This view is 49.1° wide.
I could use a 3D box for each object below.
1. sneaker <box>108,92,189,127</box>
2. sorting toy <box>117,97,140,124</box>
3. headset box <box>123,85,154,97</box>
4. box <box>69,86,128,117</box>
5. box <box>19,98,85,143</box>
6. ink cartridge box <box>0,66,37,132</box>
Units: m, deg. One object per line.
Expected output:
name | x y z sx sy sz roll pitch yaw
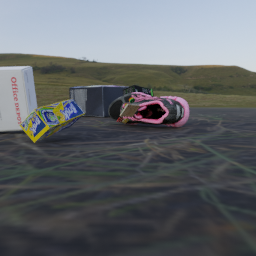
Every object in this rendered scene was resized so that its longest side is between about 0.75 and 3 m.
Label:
sneaker | 0.373 -0.561 8.871 2.914 1.151 1.390 2 9 36
sorting toy | 0.014 -0.510 7.975 0.460 0.954 0.161 1 45 -41
headset box | 0.529 -1.022 11.571 0.643 1.208 1.387 -17 -14 38
box | -1.401 -1.556 16.099 2.774 1.723 2.797 6 9 39
box | -1.511 -0.198 5.850 0.518 0.475 1.478 -39 0 22
ink cartridge box | -3.394 -0.716 6.923 2.062 1.491 0.869 -2 19 -2
